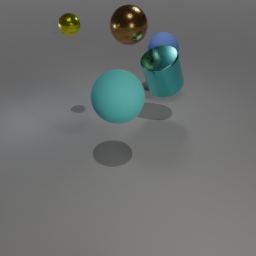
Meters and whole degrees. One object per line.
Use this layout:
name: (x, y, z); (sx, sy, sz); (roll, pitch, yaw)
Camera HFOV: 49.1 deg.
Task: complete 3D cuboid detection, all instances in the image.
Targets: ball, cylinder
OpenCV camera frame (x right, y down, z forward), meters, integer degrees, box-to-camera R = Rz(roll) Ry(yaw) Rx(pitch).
ball: (-0.267, -0.812, 7.289); (1.400, 1.400, 1.400); (0, 32, 0)
cylinder: (1.298, -2.105, 10.498); (1.400, 1.400, 1.400); (-11, 50, 13)
ball: (0.032, -3.766, 10.269); (1.400, 1.400, 1.400); (0, 32, 0)
ball: (1.615, -3.645, 12.807); (1.400, 1.400, 1.400); (0, 32, 0)
ball: (-1.866, -3.294, 8.936); (0.700, 0.700, 0.700); (0, 32, 0)
